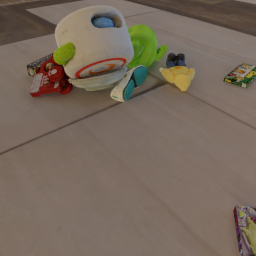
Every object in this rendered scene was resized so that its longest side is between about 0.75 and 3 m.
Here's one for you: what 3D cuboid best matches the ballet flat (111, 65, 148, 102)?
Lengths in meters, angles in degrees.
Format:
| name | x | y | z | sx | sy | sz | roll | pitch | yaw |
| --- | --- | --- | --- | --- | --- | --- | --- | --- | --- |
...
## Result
| name | x | y | z | sx | sy | sz | roll | pitch | yaw |
| --- | --- | --- | --- | --- | --- | --- | --- | --- | --- |
| ballet flat | 0.015 | -1.781 | 10.736 | 0.803 | 0.803 | 2.313 | 15 | 43 | 19 |

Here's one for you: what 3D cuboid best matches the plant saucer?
| name | x | y | z | sx | sy | sz | roll | pitch | yaw |
| --- | --- | --- | --- | --- | --- | --- | --- | --- | --- |
| plant saucer | -1.082 | -1.811 | 10.504 | 2.224 | 0.558 | 2.224 | -10 | 18 | 3 |

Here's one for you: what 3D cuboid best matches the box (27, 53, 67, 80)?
| name | x | y | z | sx | sy | sz | roll | pitch | yaw |
| --- | --- | --- | --- | --- | --- | --- | --- | --- | --- |
| box | -2.968 | -2.693 | 12.093 | 1.703 | 0.471 | 2.126 | 21 | 42 | 24 |

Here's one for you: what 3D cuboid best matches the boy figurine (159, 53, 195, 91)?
| name | x | y | z | sx | sy | sz | roll | pitch | yaw |
| --- | --- | --- | --- | --- | --- | --- | --- | --- | --- |
| boy figurine | 2.009 | -2.266 | 11.328 | 1.453 | 0.753 | 2.337 | 3 | 35 | 0 |

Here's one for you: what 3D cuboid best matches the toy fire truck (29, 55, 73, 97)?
| name | x | y | z | sx | sy | sz | roll | pitch | yaw |
| --- | --- | --- | --- | --- | --- | --- | --- | --- | --- |
| toy fire truck | -2.916 | -2.025 | 10.602 | 1.496 | 0.999 | 1.781 | -7 | 59 | 13 |

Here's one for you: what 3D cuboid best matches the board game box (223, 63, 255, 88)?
| name | x | y | z | sx | sy | sz | roll | pitch | yaw |
| --- | --- | --- | --- | --- | --- | --- | --- | --- | --- |
| board game box | 4.845 | -2.230 | 11.714 | 0.970 | 0.217 | 1.852 | 28 | 45 | 29 |

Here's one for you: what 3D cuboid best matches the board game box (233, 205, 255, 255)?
| name | x | y | z | sx | sy | sz | roll | pitch | yaw |
| --- | --- | --- | --- | --- | --- | --- | --- | --- | --- |
| board game box | 2.767 | 2.371 | 5.635 | 1.030 | 0.277 | 1.716 | 9 | 38 | 5 |

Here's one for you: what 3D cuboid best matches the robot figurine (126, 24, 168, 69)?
| name | x | y | z | sx | sy | sz | roll | pitch | yaw |
| --- | --- | --- | --- | --- | --- | --- | --- | --- | --- |
| robot figurine | 0.497 | -3.609 | 12.375 | 2.371 | 1.563 | 2.702 | 22 | 34 | -9 |

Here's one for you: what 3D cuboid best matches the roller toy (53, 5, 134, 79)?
| name | x | y | z | sx | sy | sz | roll | pitch | yaw |
| --- | --- | --- | --- | --- | --- | --- | --- | --- | --- |
| roller toy | -1.162 | -2.931 | 9.687 | 2.463 | 1.887 | 2.700 | -17 | -2 | 10 |
